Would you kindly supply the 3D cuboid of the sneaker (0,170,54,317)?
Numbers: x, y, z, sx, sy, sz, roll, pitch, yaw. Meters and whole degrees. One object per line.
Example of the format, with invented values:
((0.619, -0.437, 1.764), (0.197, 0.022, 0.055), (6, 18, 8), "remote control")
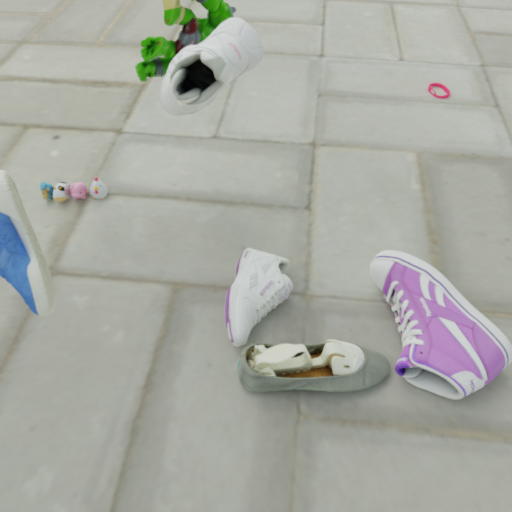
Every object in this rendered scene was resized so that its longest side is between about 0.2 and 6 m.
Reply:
((-3.812, -0.017, 8.094), (1.219, 2.192, 0.841), (-19, 17, -10), "sneaker")

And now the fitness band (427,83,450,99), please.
((5.069, -4.580, 15.535), (0.506, 0.132, 0.705), (-8, 47, -12), "fitness band")

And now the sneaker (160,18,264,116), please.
((-1.174, -3.132, 9.948), (1.104, 2.834, 1.408), (50, 58, -14), "sneaker")

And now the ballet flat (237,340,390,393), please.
((0.952, 1.710, 8.919), (2.517, 0.802, 0.848), (-4, 44, -4), "ballet flat")

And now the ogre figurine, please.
((-1.370, -4.434, 11.286), (1.431, 2.387, 1.171), (-2, 35, -45), "ogre figurine")

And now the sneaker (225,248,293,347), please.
((0.062, 0.679, 9.927), (1.074, 0.807, 2.156), (8, 46, 8), "sneaker")

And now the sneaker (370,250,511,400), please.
((2.642, 1.114, 9.376), (1.647, 1.047, 2.889), (-30, 53, -22), "sneaker")

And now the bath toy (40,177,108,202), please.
((-3.954, -1.451, 12.220), (1.359, 0.502, 0.591), (-4, 46, -4), "bath toy")
